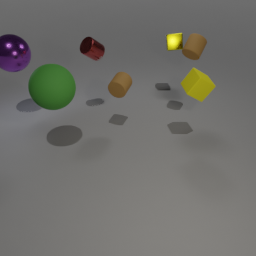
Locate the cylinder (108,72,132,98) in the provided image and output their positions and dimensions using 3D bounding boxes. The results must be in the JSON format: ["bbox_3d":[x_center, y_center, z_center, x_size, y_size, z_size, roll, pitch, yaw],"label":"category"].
[{"bbox_3d":[-0.281,-1.569,10.178,0.700,0.700,0.700,11,46,18],"label":"cylinder"}]

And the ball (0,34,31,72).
[{"bbox_3d":[-4.409,-2.825,10.622,1.400,1.400,1.400,0,30,0],"label":"ball"}]

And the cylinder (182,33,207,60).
[{"bbox_3d":[2.446,-2.985,10.320,0.700,0.700,0.700,27,-7,4],"label":"cylinder"}]

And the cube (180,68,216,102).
[{"bbox_3d":[2.294,-1.423,9.234,0.700,0.700,0.700,21,32,-28],"label":"cube"}]

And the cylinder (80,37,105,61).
[{"bbox_3d":[-1.368,-3.036,10.760,0.700,0.700,0.700,27,5,37],"label":"cylinder"}]

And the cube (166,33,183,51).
[{"bbox_3d":[2.102,-3.907,12.717,0.700,0.700,0.700,-4,17,6],"label":"cube"}]

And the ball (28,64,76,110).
[{"bbox_3d":[-2.303,-1.247,8.548,1.400,1.400,1.400,0,30,0],"label":"ball"}]
